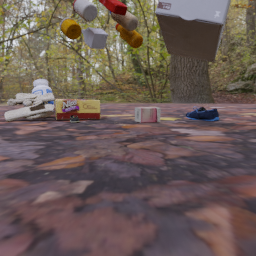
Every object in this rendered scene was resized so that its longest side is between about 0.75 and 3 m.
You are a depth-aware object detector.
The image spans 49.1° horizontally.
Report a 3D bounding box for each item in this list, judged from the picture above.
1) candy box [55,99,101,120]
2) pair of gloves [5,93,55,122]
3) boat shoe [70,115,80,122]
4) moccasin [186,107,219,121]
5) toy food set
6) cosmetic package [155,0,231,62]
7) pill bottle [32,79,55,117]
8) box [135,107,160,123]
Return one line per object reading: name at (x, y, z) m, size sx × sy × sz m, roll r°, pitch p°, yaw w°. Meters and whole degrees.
candy box at (-2.219, -0.826, 11.896) m, size 1.682 × 0.814 × 2.883 m, roll -1°, pitch 8°, yaw -15°
pair of gloves at (-3.807, -0.948, 10.963) m, size 1.849 × 0.381 × 2.175 m, roll -7°, pitch 29°, yaw -13°
boat shoe at (-1.891, -0.322, 9.875) m, size 0.285 × 0.244 × 0.779 m, roll -2°, pitch 8°, yaw -23°
moccasin at (2.887, -0.567, 10.783) m, size 0.614 × 0.520 × 1.526 m, roll -5°, pitch 8°, yaw -38°
toy food set at (-0.754, -3.039, 7.867) m, size 2.574 × 1.229 × 1.158 m, roll -9°, pitch 43°, yaw -36°
cosmetic package at (1.739, -2.768, 7.266) m, size 1.547 × 1.306 × 2.896 m, roll 16°, pitch -2°, yaw 12°
pill bottle at (-3.769, -1.330, 12.411) m, size 0.872 × 1.554 × 0.872 m, roll -11°, pitch -16°, yaw -3°
box at (0.686, -0.462, 9.825) m, size 0.810 × 0.518 × 0.441 m, roll -3°, pitch 7°, yaw -27°
